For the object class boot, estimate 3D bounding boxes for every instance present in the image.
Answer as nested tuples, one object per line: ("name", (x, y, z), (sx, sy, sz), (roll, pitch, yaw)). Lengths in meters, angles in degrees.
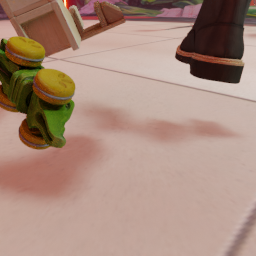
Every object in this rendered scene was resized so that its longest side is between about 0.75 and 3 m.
("boot", (1.404, -1.753, 4.313), (0.940, 1.679, 2.427), (6, 22, -4))

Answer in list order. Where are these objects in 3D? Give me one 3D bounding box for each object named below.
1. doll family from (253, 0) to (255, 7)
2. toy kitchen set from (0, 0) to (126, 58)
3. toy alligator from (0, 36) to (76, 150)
("doll family", (3.760, -2.384, 5.637), (1.317, 2.922, 1.814), (-20, -1, -39))
("toy kitchen set", (-1.608, -3.490, 6.990), (2.352, 2.601, 2.883), (-20, 30, 5))
("toy alligator", (-0.915, -0.491, 2.471), (0.442, 0.610, 1.841), (-10, 49, -47))
